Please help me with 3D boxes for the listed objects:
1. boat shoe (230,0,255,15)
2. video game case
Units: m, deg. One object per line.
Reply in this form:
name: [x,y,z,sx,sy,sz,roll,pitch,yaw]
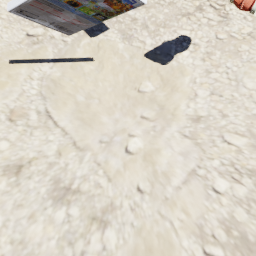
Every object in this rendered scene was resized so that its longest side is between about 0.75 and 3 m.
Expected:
boat shoe: [2.794,-3.065,6.249,0.649,0.738,2.074,29,45,14]
video game case: [-1.044,-2.517,5.675,2.347,1.680,0.211,-5,84,37]
